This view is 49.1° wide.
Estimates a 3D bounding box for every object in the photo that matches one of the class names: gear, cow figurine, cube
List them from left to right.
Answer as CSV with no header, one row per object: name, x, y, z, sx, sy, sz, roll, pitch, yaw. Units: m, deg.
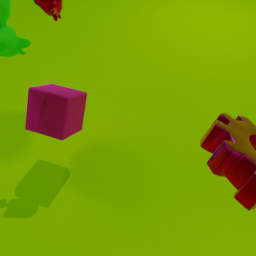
cow figurine,-1.939,-1.727,4.112,0.695,1.245,1.265,-4,67,15
cube,-1.364,-0.338,5.391,0.817,0.817,0.817,15,17,13
cow figurine,-0.930,-1.997,3.860,0.877,0.863,0.482,-14,29,13
gear,1.683,0.485,3.169,1.753,0.324,1.753,21,29,-12
